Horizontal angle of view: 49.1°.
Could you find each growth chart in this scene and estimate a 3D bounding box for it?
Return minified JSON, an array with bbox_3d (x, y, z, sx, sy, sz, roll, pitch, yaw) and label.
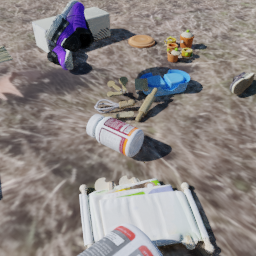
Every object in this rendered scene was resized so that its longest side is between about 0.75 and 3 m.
[{"bbox_3d":[0.244,1.625,5.446,2.440,0.216,1.766,-2,40,-3],"label":"growth chart"}]

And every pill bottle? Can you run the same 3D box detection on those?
[{"bbox_3d":[-0.325,0.146,6.808,1.298,0.711,0.711,24,46,26],"label":"pill bottle"},{"bbox_3d":[-0.530,2.388,3.740,2.166,1.255,1.255,-27,47,-28],"label":"pill bottle"}]

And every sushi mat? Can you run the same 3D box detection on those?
[{"bbox_3d":[-2.932,-1.519,5.955,0.418,0.053,0.874,52,44,3],"label":"sushi mat"}]

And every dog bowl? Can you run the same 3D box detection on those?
[{"bbox_3d":[1.160,-1.416,8.903,1.616,0.400,0.901,-10,41,-12],"label":"dog bowl"}]

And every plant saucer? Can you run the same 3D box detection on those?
[{"bbox_3d":[0.570,-3.652,11.724,1.098,0.177,1.098,-1,40,1],"label":"plant saucer"}]

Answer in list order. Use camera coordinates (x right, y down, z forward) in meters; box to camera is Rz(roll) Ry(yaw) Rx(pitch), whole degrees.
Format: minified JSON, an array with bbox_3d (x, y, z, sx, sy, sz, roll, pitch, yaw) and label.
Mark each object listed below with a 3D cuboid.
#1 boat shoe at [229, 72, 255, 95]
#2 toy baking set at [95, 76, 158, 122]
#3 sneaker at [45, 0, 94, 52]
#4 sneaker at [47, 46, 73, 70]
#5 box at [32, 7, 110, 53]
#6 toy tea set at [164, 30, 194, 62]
[{"bbox_3d":[3.546,-1.455,8.907,0.453,0.502,1.396,27,43,36],"label":"boat shoe"},{"bbox_3d":[-0.081,-0.754,8.116,1.547,0.234,2.015,16,59,17],"label":"toy baking set"},{"bbox_3d":[-1.434,-2.739,7.820,1.125,0.787,2.263,31,39,-16],"label":"sneaker"},{"bbox_3d":[-2.480,-2.518,10.125,0.870,0.608,1.750,-12,37,-4],"label":"sneaker"},{"bbox_3d":[-2.242,-4.069,11.551,2.999,1.025,1.232,-27,47,-28],"label":"box"},{"bbox_3d":[2.005,-3.240,10.809,1.152,0.717,1.937,3,40,4],"label":"toy tea set"}]
